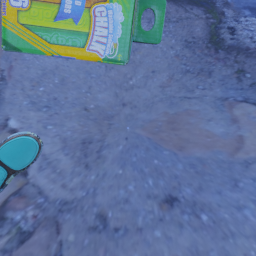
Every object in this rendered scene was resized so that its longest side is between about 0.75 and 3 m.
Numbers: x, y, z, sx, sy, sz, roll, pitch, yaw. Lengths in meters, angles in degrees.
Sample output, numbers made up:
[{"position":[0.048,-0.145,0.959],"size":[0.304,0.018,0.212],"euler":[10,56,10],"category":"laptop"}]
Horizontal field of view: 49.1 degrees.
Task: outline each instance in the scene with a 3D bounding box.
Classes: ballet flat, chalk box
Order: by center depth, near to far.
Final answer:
[{"position":[-1.739,0.454,4.196],"size":[1.493,0.554,0.554],"euler":[-37,45,23],"category":"ballet flat"},{"position":[-0.698,-2.280,5.541],"size":[2.928,1.828,1.815],"euler":[5,17,-3],"category":"chalk box"}]
